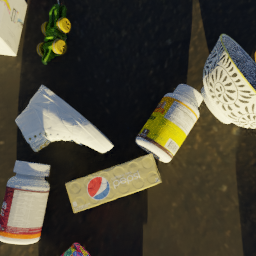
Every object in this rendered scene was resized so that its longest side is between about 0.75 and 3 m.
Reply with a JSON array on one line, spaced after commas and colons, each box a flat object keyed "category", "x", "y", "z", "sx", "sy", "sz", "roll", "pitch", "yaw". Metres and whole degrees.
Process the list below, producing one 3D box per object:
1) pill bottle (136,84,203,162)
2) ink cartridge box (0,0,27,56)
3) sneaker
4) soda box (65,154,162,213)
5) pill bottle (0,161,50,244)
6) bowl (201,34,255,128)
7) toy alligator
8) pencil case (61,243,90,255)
[{"category": "pill bottle", "x": 1.216, "y": -0.169, "z": 7.918, "sx": 1.148, "sy": 1.148, "sz": 2.102, "roll": 34, "pitch": 81, "yaw": 6}, {"category": "ink cartridge box", "x": -4.069, "y": -3.361, "z": 8.390, "sx": 1.369, "sy": 1.345, "sz": 1.860, "roll": 6, "pitch": 80, "yaw": 1}, {"category": "sneaker", "x": -1.893, "y": 0.196, "z": 7.979, "sx": 2.829, "sy": 1.042, "sz": 1.635, "roll": 36, "pitch": 83, "yaw": 16}, {"category": "soda box", "x": -0.374, "y": 1.517, "z": 7.785, "sx": 2.484, "sy": 0.795, "sz": 0.841, "roll": -19, "pitch": 80, "yaw": -3}, {"category": "pill bottle", "x": -2.751, "y": 1.946, "z": 7.540, "sx": 1.109, "sy": 1.109, "sz": 2.025, "roll": 8, "pitch": 80, "yaw": 1}, {"category": "bowl", "x": 2.952, "y": -1.000, "z": 7.683, "sx": 1.364, "sy": 2.907, "sz": 2.907, "roll": -39, "pitch": 79, "yaw": 34}, {"category": "toy alligator", "x": -2.149, "y": -3.148, "z": 8.711, "sx": 0.898, "sy": 0.651, "sz": 2.709, "roll": 3, "pitch": 78, "yaw": 33}, {"category": "pencil case", "x": -1.772, "y": 3.852, "z": 7.349, "sx": 1.798, "sy": 0.795, "sz": 0.795, "roll": -43, "pitch": 82, "yaw": -4}]
